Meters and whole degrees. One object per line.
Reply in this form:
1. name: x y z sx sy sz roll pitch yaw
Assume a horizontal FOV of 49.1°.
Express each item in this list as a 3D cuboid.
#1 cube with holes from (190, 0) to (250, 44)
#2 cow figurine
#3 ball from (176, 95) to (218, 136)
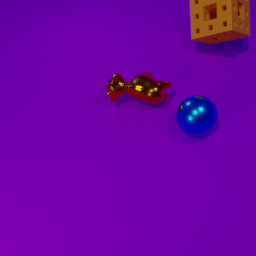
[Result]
1. cube with holes: 2.987 -3.619 9.080 1.373 1.373 1.373 1 7 45
2. cow figurine: 0.246 -1.133 8.133 1.623 0.891 1.597 30 39 34
3. ball: 1.870 -0.339 7.632 1.123 1.123 1.123 0 55 0
